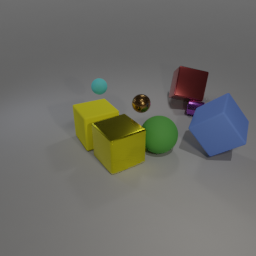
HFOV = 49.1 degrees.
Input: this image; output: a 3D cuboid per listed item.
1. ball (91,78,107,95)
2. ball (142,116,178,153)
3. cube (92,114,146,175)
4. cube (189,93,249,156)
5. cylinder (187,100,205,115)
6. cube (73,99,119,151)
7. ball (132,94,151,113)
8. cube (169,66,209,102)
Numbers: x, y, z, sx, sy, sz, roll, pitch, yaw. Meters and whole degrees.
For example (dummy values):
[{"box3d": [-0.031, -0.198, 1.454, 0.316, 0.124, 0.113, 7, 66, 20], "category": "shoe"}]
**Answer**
[{"box3d": [-1.247, -1.802, 12.153, 0.700, 0.700, 0.700, 0, 31, 0], "category": "ball"}, {"box3d": [1.145, 0.241, 10.359, 1.400, 1.400, 1.400, 0, 31, 0], "category": "ball"}, {"box3d": [-0.328, 0.527, 9.916, 1.400, 1.400, 1.400, -18, 35, -28], "category": "cube"}, {"box3d": [3.226, -0.105, 9.899, 1.400, 1.400, 1.400, -28, 18, 39], "category": "cube"}, {"box3d": [3.161, -0.911, 13.024, 0.700, 0.700, 0.700, 13, 33, 21], "category": "cylinder"}, {"box3d": [-1.248, -0.172, 11.040, 1.400, 1.400, 1.400, -14, 32, -23], "category": "cube"}, {"box3d": [0.490, -0.906, 10.381, 0.700, 0.700, 0.700, 0, 31, 0], "category": "ball"}, {"box3d": [2.899, -2.069, 13.583, 1.400, 1.400, 1.400, 12, 1, -3], "category": "cube"}]
